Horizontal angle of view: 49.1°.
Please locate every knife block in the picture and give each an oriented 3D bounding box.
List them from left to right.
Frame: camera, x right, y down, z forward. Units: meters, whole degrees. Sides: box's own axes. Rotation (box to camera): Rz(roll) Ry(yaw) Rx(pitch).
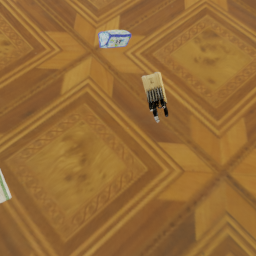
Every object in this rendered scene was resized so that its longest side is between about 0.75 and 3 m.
[{"bbox_3d":[0.521,-0.571,5.080,0.306,0.957,0.840,-13,99,12],"label":"knife block"}]

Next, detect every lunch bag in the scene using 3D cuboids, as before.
[{"bbox_3d":[-0.371,-2.512,7.845,0.681,0.801,0.510,-13,99,-27],"label":"lunch bag"}]

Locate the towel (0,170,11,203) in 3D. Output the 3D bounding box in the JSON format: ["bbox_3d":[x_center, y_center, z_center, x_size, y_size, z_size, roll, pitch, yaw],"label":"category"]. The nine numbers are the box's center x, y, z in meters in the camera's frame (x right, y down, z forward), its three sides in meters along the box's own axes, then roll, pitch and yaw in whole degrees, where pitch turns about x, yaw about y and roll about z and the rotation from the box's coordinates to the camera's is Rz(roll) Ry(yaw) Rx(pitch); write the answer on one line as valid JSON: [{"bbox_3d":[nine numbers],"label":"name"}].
[{"bbox_3d":[-3.441,1.386,6.286,1.333,0.205,0.994,-18,75,-39],"label":"towel"}]
